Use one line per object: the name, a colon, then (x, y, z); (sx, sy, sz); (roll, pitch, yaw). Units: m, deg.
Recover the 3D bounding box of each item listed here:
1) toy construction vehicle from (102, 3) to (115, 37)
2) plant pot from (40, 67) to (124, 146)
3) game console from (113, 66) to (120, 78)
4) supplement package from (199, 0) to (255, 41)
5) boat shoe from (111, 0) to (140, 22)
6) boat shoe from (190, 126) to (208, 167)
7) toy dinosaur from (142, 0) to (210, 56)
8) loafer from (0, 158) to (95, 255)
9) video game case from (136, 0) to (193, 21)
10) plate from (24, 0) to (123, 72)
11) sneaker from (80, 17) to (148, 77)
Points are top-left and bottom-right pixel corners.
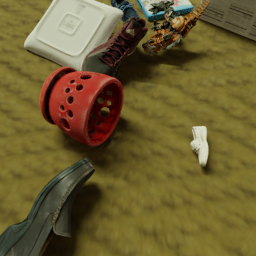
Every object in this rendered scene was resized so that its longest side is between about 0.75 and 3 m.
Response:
toy construction vehicle: (-1.285, -3.520, 9.589); (1.524, 0.537, 1.327); (-21, 86, -15)
plant pot: (-1.239, -0.610, 7.294); (1.655, 1.818, 1.818); (19, 59, 21)
game console: (-0.705, -1.894, 8.863); (0.459, 0.666, 0.773); (-12, 47, 39)
supplement package: (4.424, -4.648, 9.927); (2.922, 1.620, 2.276); (30, 62, 17)
boat shoe: (-0.186, -4.474, 10.467); (0.680, 0.555, 1.616); (-37, 64, -21)
boat shoe: (1.862, 0.471, 7.390); (0.428, 0.437, 1.235); (5, 48, 4)
toy dinosaur: (1.516, -3.304, 9.202); (2.398, 1.225, 1.628); (-19, 52, -5)
loafer: (-1.632, 2.010, 6.095); (1.084, 1.091, 2.998); (36, 74, 12)
video game case: (1.227, -5.321, 11.206); (1.847, 0.230, 2.581); (-15, 59, -10)
plate: (-1.876, -3.356, 9.307); (2.624, 0.425, 2.630); (28, 81, 16)
sneaker: (-0.323, -2.485, 8.354); (1.050, 1.603, 2.776); (40, 56, -10)
